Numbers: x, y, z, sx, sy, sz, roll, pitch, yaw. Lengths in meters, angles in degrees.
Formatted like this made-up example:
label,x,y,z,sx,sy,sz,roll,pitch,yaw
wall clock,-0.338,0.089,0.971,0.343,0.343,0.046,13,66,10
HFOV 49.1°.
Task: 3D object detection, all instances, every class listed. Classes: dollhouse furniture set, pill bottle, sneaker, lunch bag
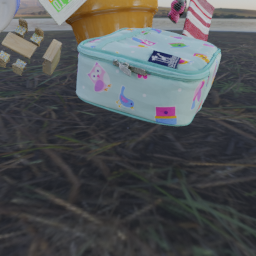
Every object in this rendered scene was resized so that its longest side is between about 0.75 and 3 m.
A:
label,x,y,z,sx,sy,sz,roll,pitch,yaw
dollhouse furniture set,-1.962,-1.609,5.662,1.090,1.001,0.709,26,-21,-10
pill bottle,-3.252,-3.052,6.453,1.403,1.403,2.504,-5,30,-13
sneaker,1.743,-4.038,9.340,0.608,0.504,1.275,-43,0,-7
lunch bag,0.367,-0.979,4.468,1.946,0.935,2.426,21,30,16

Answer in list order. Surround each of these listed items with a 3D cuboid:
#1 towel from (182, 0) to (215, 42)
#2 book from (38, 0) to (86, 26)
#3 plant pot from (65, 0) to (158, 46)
label,x,y,z,sx,sy,sz,roll,pitch,yaw
towel,1.586,-2.405,6.265,0.805,1.118,0.127,20,-9,-39
book,-1.406,-2.728,5.181,0.887,1.327,0.319,-41,51,2
plant pot,-0.354,-2.374,7.266,2.415,2.211,2.415,-7,13,2
